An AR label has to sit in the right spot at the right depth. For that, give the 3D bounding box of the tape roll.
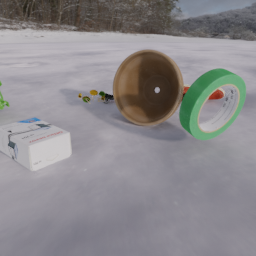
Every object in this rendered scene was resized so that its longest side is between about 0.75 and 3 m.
[{"bbox_3d":[1.833,-0.480,6.036,1.565,1.565,0.376,-12,37,-28],"label":"tape roll"}]

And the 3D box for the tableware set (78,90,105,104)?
[{"bbox_3d":[-1.169,-1.008,9.085,0.889,0.599,0.136,2,53,1],"label":"tableware set"}]

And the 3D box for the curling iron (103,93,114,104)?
[{"bbox_3d":[0.096,-1.027,10.158,2.206,0.282,0.547,4,31,5],"label":"curling iron"}]

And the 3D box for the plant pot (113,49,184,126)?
[{"bbox_3d":[0.681,-1.140,8.133,2.102,2.102,0.970,11,9,27],"label":"plant pot"}]

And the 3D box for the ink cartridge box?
[{"bbox_3d":[-2.064,0.298,6.137,1.385,0.595,1.014,18,27,38],"label":"ink cartridge box"}]

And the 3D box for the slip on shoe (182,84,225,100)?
[{"bbox_3d":[2.561,-1.206,10.285,1.971,0.730,0.603,4,57,-1],"label":"slip on shoe"}]

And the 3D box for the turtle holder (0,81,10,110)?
[{"bbox_3d":[-4.063,-0.941,8.167,0.880,0.941,1.239,-20,30,-16],"label":"turtle holder"}]
